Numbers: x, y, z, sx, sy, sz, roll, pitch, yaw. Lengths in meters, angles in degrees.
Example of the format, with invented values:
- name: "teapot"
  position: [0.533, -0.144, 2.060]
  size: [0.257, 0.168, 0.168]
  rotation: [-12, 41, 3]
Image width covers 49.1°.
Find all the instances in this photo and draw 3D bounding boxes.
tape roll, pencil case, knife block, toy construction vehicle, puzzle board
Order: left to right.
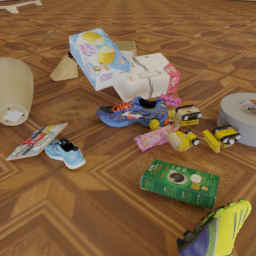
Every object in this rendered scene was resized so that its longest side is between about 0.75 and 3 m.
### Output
- name: "puzzle board"
  position: [-3.249, 0.431, 10.099]
  size: [1.527, 0.176, 2.027]
  rotation: [-12, 26, 28]
- name: "knife block"
  position: [-3.378, -3.625, 15.483]
  size: [1.965, 1.725, 0.629]
  rotation: [-16, 35, -23]
- name: "pencil case"
  position: [1.016, 0.353, 10.350]
  size: [1.488, 0.650, 0.650]
  rotation: [-18, 37, -21]
- name: "pencil case"
  position: [1.698, -1.128, 11.280]
  size: [0.927, 0.421, 0.434]
  rotation: [22, 16, 36]
- name: "toy construction vehicle"
  position: [2.427, 0.192, 10.530]
  size: [2.643, 0.931, 2.301]
  rotation: [-12, 42, -22]
- name: "tape roll"
  position: [5.095, -0.404, 11.237]
  size: [2.833, 0.936, 2.833]
  rotation: [0, 34, 0]

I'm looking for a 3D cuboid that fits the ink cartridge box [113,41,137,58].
- name: "ink cartridge box"
  position: [-0.568, -5.106, 18.583]
  size: [2.207, 0.829, 1.818]
  rotation: [-1, 34, -2]

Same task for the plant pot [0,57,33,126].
- name: "plant pot"
  position: [-4.992, -1.331, 11.866]
  size: [2.281, 2.281, 2.436]
  rotation: [-13, 51, -19]

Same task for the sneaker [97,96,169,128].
- name: "sneaker"
  position: [0.187, -0.781, 11.470]
  size: [2.994, 1.174, 1.128]
  rotation: [-1, 37, 5]

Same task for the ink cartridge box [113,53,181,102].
- name: "ink cartridge box"
  position: [0.793, -2.527, 13.916]
  size: [2.868, 1.187, 2.101]
  rotation: [-15, 51, -22]

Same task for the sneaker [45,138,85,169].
- name: "sneaker"
  position: [-2.205, 0.646, 9.641]
  size: [1.939, 0.872, 0.760]
  rotation: [19, 37, 36]

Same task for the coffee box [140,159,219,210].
- name: "coffee box"
  position: [1.569, 1.610, 8.363]
  size: [2.130, 0.468, 1.309]
  rotation: [13, 23, 18]

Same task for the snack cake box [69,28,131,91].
- name: "snack cake box"
  position: [-1.316, -3.147, 12.572]
  size: [1.662, 0.971, 2.890]
  rotation: [-22, 58, -21]

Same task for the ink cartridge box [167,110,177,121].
- name: "ink cartridge box"
  position: [1.942, -0.612, 12.126]
  size: [0.936, 0.223, 0.947]
  rotation: [-1, 35, 16]

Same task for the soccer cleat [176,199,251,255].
- name: "soccer cleat"
  position: [2.291, 2.640, 6.903]
  size: [2.624, 0.848, 1.097]
  rotation: [-21, 68, -35]

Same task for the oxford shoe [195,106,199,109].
- name: "oxford shoe"
  position: [2.884, -0.706, 12.380]
  size: [0.911, 0.321, 0.341]
  rotation: [-26, 68, -37]
